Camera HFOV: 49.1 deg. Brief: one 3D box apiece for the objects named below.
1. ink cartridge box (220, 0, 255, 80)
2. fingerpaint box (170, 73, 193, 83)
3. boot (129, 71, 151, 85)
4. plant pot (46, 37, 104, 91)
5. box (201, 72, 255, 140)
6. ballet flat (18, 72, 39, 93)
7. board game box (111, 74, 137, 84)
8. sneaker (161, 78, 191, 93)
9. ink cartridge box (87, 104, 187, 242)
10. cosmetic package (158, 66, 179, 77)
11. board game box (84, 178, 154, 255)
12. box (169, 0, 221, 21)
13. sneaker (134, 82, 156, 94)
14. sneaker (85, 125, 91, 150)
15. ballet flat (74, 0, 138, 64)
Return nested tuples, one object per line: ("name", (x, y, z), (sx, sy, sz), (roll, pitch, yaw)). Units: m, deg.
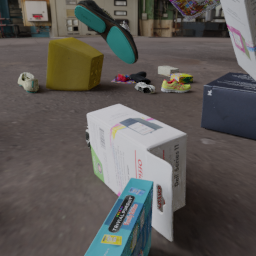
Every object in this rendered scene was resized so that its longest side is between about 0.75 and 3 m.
("ink cartridge box", (2.152, -1.635, 4.005), (1.253, 1.733, 0.734), (-33, 48, 10))
("fingerpaint box", (2.632, -2.448, 13.780), (0.762, 0.335, 0.913), (-6, 22, -18))
("boot", (0.736, -2.407, 13.541), (1.005, 0.400, 1.220), (-19, 26, -22))
("plant pot", (-2.236, -2.709, 12.460), (1.838, 2.084, 2.084), (18, 25, 11))
("box", (3.562, -0.690, 8.027), (2.204, 1.316, 2.241), (15, 26, 33))
("ballet flat", (-4.445, -2.135, 12.491), (0.757, 0.757, 2.179), (-13, 25, -30))
("board game box", (-0.073, -2.562, 14.088), (1.317, 0.324, 1.666), (5, 23, 14))
("sneaker", (2.061, -1.811, 11.859), (1.286, 0.581, 0.503), (-1, 20, -7))
("ink cartridge box", (0.227, 0.580, 4.724), (0.795, 1.383, 2.362), (-18, 28, -29))
("cosmetic package", (2.202, -3.102, 15.310), (0.613, 0.414, 1.166), (-10, 24, -24))
("board game box", (-0.044, 1.390, 3.161), (0.332, 1.068, 1.414), (7, 22, 17))
("box", (2.302, -4.368, 8.877), (1.382, 0.395, 2.020), (34, -25, -30))
("sneaker", (0.652, -1.679, 11.799), (1.009, 0.382, 0.442), (13, 25, 31))
("sneaker", (-0.147, 0.357, 6.546), (1.896, 0.764, 0.791), (19, 12, 21))
("ballet flat", (-0.539, -3.402, 9.553), (2.782, 0.946, 0.952), (43, 52, -3))
